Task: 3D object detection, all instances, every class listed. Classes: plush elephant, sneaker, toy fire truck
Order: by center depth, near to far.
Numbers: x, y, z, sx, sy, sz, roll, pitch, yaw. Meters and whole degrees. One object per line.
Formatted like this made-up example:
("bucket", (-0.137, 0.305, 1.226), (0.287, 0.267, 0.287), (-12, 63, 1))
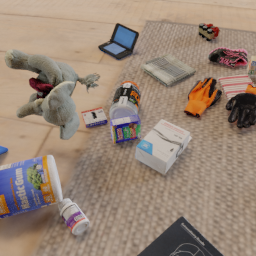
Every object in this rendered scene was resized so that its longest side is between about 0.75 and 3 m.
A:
("plush elephant", (-2.205, -0.833, 7.991), (2.664, 2.194, 2.063), (1, 44, 4))
("sneaker", (4.915, -3.373, 13.668), (1.977, 0.781, 0.943), (0, 57, 1))
("toy fire truck", (4.758, -5.473, 15.737), (1.294, 0.833, 1.139), (-26, 50, -10))

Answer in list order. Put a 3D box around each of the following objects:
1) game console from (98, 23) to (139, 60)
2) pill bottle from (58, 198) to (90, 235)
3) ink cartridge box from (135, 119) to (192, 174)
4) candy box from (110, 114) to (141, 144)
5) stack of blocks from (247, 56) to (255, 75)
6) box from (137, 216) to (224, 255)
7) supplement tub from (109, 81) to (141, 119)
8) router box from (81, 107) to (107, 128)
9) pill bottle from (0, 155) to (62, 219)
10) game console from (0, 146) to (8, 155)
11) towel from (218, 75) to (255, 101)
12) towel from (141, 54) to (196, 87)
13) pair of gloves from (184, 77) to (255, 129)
("game console", (-0.521, -4.511, 14.504), (1.482, 1.027, 1.736), (-35, 54, -30))
("pill bottle", (-1.568, 2.479, 7.937), (0.544, 0.544, 0.977), (-30, 52, -26))
("ink cartridge box", (1.327, 0.483, 9.805), (1.199, 0.690, 2.070), (27, 51, 24))
("candy box", (-0.088, 0.038, 10.111), (1.041, 0.880, 0.401), (-11, 43, -9))
("stack of blocks", (6.354, -2.665, 12.722), (1.670, 0.962, 0.489), (10, 46, 10))
("box", (1.038, 3.531, 6.413), (2.286, 1.224, 1.697), (-31, 53, -27))
("supplement tub", (-0.072, -1.016, 11.014), (1.069, 1.069, 1.745), (6, 47, 6))
("router box", (-1.327, -0.422, 11.034), (0.865, 0.211, 0.776), (-15, 47, -14))
("pill bottle", (-3.304, 1.749, 8.015), (2.591, 1.452, 1.452), (-13, 47, -13))
("game console", (-5.508, 1.156, 9.493), (2.077, 1.229, 1.773), (15, 79, 15))
("towel", (4.860, -1.673, 12.259), (1.387, 0.283, 1.895), (-4, 45, -1))
("towel", (1.896, -2.873, 13.358), (1.965, 0.352, 2.041), (-28, 51, -25))
("pair of gloves", (3.960, -1.108, 11.539), (2.984, 0.369, 2.658), (18, 52, 22))
